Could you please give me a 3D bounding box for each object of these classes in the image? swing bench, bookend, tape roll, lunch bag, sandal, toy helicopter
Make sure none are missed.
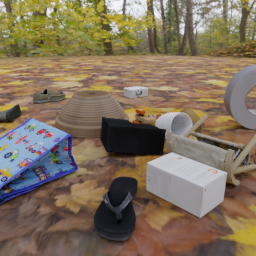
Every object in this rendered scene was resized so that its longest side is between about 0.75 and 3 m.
[{"bbox_3d":[2.366,0.608,7.697,1.924,1.248,1.914,-22,29,-38],"label":"swing bench"},{"bbox_3d":[0.076,0.223,9.355,1.809,0.838,1.820,4,9,-13],"label":"bookend"},{"bbox_3d":[5.113,-1.206,11.016,2.454,2.454,0.811,0,19,1],"label":"tape roll"},{"bbox_3d":[-2.929,0.891,7.217,1.907,1.192,2.533,19,35,38],"label":"lunch bag"},{"bbox_3d":[-0.228,1.544,5.987,0.837,0.471,2.202,1,19,3],"label":"sandal"},{"bbox_3d":[1.088,-0.296,11.548,1.698,0.670,1.123,22,17,24],"label":"toy helicopter"}]

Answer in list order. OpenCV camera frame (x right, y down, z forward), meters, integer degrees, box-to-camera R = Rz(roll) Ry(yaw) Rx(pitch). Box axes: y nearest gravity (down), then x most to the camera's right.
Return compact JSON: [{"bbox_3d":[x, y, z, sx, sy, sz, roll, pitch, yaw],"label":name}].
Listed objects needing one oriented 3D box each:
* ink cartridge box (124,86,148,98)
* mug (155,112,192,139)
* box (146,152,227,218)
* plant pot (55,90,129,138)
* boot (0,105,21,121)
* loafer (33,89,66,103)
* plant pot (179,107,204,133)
[{"bbox_3d":[0.462,-2.189,17.002,1.238,0.521,0.904,-10,21,-28],"label":"ink cartridge box"},{"bbox_3d":[1.418,0.027,9.935,1.326,0.979,1.162,-38,20,-20],"label":"mug"},{"bbox_3d":[1.302,1.237,6.455,0.961,0.753,1.545,-16,24,-40],"label":"box"},{"bbox_3d":[-1.444,-0.740,11.386,3.003,1.386,3.003,0,17,0],"label":"plant pot"},{"bbox_3d":[-5.495,-0.640,12.459,1.074,0.557,1.644,-6,17,1],"label":"boot"},{"bbox_3d":[-4.394,-1.841,15.727,1.942,0.676,0.730,-16,24,-39],"label":"loafer"},{"bbox_3d":[2.454,-0.235,10.784,0.853,0.853,0.915,-16,43,-39],"label":"plant pot"}]
